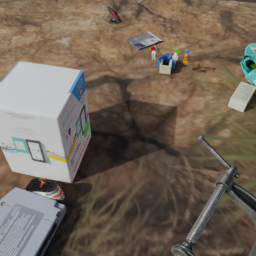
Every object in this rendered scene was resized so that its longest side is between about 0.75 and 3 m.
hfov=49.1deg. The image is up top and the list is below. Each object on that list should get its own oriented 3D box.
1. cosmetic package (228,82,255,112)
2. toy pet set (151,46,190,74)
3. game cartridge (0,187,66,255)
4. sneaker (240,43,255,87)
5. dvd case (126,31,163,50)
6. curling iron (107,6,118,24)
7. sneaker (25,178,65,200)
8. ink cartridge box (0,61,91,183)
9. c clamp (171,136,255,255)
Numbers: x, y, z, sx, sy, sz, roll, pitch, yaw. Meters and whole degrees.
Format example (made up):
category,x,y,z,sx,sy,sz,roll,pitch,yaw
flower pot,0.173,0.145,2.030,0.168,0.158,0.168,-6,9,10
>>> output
category,x,y,z,sx,sy,sz,roll,pitch,yaw
cosmetic package,3.510,-0.965,8.610,0.517,0.349,0.982,28,53,23
toy pet set,1.423,-2.432,9.465,1.238,1.156,0.658,10,56,9
game cartridge,-2.367,2.270,5.513,1.456,0.442,2.184,17,49,11
sneaker,4.186,-2.193,9.241,0.888,0.864,2.229,28,44,-15
dvd case,0.647,-3.503,11.208,1.187,0.095,0.882,-25,51,-22
curling iron,-0.775,-5.195,12.731,0.431,0.222,1.738,-8,47,-7
sneaker,-1.866,1.443,6.329,1.072,0.501,0.377,-3,41,37
ink cartridge box,-1.904,-0.096,6.503,1.602,2.194,1.610,9,47,7
c clamp,0.726,0.772,2.217,1.007,0.160,1.179,38,55,1
